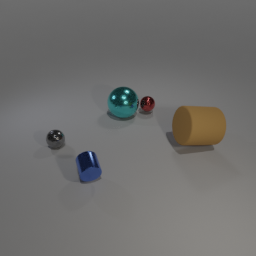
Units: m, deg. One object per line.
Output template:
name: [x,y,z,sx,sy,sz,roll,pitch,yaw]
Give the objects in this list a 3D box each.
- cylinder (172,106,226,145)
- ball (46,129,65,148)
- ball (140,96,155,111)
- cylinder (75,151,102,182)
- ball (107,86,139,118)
cylinder: [2.525,-0.081,10.080,1.400,1.400,1.400,1,30,-20]
ball: [-2.718,0.405,10.505,0.700,0.700,0.700,0,31,0]
ball: [0.885,-1.101,12.729,0.700,0.700,0.700,0,31,0]
cylinder: [-1.245,1.206,8.839,0.700,0.700,0.700,-10,47,-17]
ball: [-0.214,-1.129,12.375,1.400,1.400,1.400,0,31,0]
